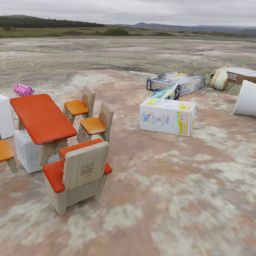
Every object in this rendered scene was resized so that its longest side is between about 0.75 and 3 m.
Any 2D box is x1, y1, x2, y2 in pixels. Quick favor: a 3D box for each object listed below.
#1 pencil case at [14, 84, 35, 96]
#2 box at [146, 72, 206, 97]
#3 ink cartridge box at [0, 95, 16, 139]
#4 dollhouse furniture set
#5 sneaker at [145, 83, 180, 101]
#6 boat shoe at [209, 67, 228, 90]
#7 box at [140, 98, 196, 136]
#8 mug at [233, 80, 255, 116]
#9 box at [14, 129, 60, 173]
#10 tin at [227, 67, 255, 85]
[{"bbox_3d":[-4.515,-1.642,12.107,1.049,0.492,0.476,17,23,37],"label":"pencil case"},{"bbox_3d":[2.273,-2.120,13.177,1.837,0.561,2.319,19,29,39],"label":"box"},{"bbox_3d":[-4.926,-0.386,8.078,2.803,1.177,2.039,17,28,36],"label":"ink cartridge box"},{"bbox_3d":[-1.466,0.102,5.510,2.825,1.455,2.795,-16,46,-34],"label":"dollhouse furniture set"},{"bbox_3d":[1.361,-1.199,10.472,0.872,0.848,2.189,14,27,28],"label":"sneaker"},{"bbox_3d":[4.409,-2.515,13.741,0.789,0.880,2.378,11,24,12],"label":"boat shoe"},{"bbox_3d":[1.224,-0.367,8.556,1.551,0.786,0.872,9,25,21],"label":"box"},{"bbox_3d":[4.475,-0.995,9.738,1.219,1.189,1.484,17,33,19],"label":"mug"},{"bbox_3d":[-2.090,0.443,6.591,0.895,0.771,0.900,-15,27,-33],"label":"box"},{"bbox_3d":[6.024,-2.751,14.801,1.649,0.617,2.945,-14,26,-22],"label":"tin"}]
